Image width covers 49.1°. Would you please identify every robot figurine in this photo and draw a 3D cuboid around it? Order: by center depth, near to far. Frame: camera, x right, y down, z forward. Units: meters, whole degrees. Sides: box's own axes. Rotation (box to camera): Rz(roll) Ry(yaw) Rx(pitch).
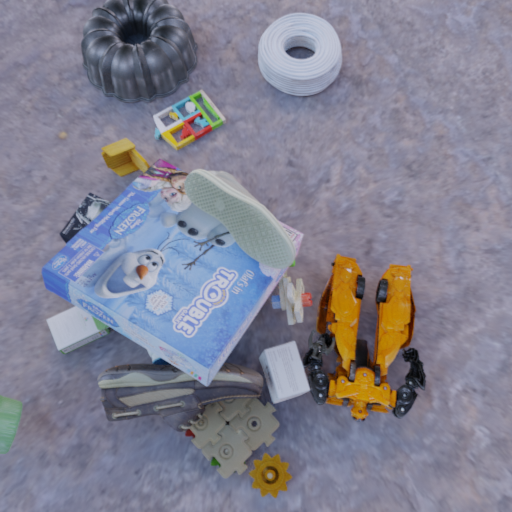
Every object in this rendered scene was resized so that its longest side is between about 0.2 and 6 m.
[{"bbox_3d":[2.061,1.567,10.563,2.243,0.900,3.093,9,67,4],"label":"robot figurine"}]

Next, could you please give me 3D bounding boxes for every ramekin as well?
[{"bbox_3d":[-4.380,2.900,9.597,0.481,0.984,0.984,19,66,-25],"label":"ramekin"}]

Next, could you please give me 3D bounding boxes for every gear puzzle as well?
[{"bbox_3d":[-0.422,3.080,10.225,1.524,0.385,2.943,-44,73,-8],"label":"gear puzzle"}]

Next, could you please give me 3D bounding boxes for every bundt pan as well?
[{"bbox_3d":[-2.806,-5.048,13.186,2.831,1.062,2.831,0,69,0],"label":"bundt pan"}]

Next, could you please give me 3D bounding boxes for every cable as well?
[{"bbox_3d":[1.054,-4.779,13.258,2.005,0.694,2.006,-39,73,-14],"label":"cable"}]

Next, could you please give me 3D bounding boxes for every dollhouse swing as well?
[{"bbox_3d":[-2.739,-1.911,11.993,0.810,0.891,0.783,-25,72,-10],"label":"dollhouse swing"}]

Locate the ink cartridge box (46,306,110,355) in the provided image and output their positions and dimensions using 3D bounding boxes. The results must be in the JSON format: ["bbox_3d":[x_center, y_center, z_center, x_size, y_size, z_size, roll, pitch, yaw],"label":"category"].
[{"bbox_3d":[-3.301,1.302,10.938,1.332,0.395,0.692,-26,70,-10],"label":"ink cartridge box"}]

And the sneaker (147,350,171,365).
[{"bbox_3d":[-1.147,1.312,10.741,2.077,0.795,0.839,-23,64,-12],"label":"sneaker"}]

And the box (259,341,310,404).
[{"bbox_3d":[0.493,2.117,10.106,0.599,0.916,0.911,-14,72,-10],"label":"box"}]

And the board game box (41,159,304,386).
[{"bbox_3d":[-1.293,0.078,9.557,3.160,0.689,3.175,29,54,10],"label":"board game box"}]

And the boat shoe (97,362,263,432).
[{"bbox_3d":[-1.314,2.463,9.876,2.948,1.098,1.081,-2,88,10],"label":"boat shoe"}]

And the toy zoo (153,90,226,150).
[{"bbox_3d":[-1.630,-3.072,12.853,1.580,0.162,1.037,-33,72,-13],"label":"toy zoo"}]

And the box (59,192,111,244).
[{"bbox_3d":[-3.198,-0.522,11.537,1.098,0.692,1.117,25,70,12],"label":"box"}]

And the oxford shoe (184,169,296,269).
[{"bbox_3d":[-0.190,-0.700,9.443,2.371,0.891,0.685,40,32,18],"label":"oxford shoe"}]

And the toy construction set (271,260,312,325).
[{"bbox_3d":[-0.298,0.420,10.576,2.790,1.285,1.829,7,24,7],"label":"toy construction set"}]
